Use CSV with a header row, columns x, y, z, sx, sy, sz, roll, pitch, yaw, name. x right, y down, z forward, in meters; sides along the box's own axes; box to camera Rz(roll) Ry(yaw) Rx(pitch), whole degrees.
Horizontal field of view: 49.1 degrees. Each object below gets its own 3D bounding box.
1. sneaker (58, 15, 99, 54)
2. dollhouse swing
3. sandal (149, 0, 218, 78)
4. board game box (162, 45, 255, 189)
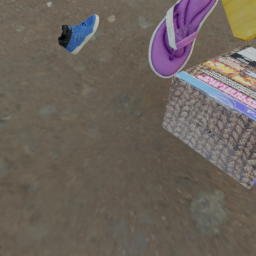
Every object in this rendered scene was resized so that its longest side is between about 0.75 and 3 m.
x,y,z,sx,sy,sz,roll,pitch,yaw,name
-1.447,-2.764,7.911,1.322,0.735,0.507,-43,47,24,sneaker
3.521,-2.928,6.585,1.731,1.674,1.905,3,67,-32,dollhouse swing
1.484,-2.823,7.648,1.224,0.739,3.007,27,92,-1,sandal
2.432,-0.450,5.696,2.654,1.285,2.116,-26,50,-33,board game box
